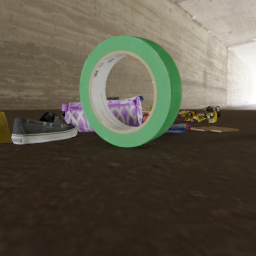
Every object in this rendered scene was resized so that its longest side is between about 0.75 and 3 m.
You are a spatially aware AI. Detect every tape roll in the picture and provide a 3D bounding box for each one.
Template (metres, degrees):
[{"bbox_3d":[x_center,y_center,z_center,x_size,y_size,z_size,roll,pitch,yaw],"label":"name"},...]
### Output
[{"bbox_3d":[-0.016,-0.833,6.590,2.533,2.533,0.609,3,11,33],"label":"tape roll"}]

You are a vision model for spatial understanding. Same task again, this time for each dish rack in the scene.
[{"bbox_3d":[-1.611,-0.907,13.123,1.961,0.697,2.556,6,37,40],"label":"dish rack"}]

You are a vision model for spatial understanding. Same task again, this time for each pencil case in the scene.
[{"bbox_3d":[-0.797,-0.483,9.781,2.737,1.148,1.170,-7,-26,9],"label":"pencil case"}]

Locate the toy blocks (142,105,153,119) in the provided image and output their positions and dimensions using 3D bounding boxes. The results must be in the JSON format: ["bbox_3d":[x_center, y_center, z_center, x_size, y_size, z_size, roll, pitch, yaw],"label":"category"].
[{"bbox_3d":[1.673,-1.002,19.215,1.885,0.942,1.288,0,16,13],"label":"toy blocks"}]

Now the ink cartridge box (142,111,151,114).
[{"bbox_3d":[1.347,-0.803,17.538,2.443,0.586,1.778,0,5,4],"label":"ink cartridge box"}]

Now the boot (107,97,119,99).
[{"bbox_3d":[-0.659,-1.125,16.478,0.643,1.424,1.738,-4,7,-38],"label":"boot"}]

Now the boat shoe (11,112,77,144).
[{"bbox_3d":[-2.298,-0.070,8.028,0.843,0.799,2.412,3,6,29],"label":"boat shoe"}]

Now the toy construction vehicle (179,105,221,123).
[{"bbox_3d":[4.255,-0.672,16.038,2.327,0.820,2.026,1,15,41],"label":"toy construction vehicle"}]

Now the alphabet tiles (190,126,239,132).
[{"bbox_3d":[3.375,0.045,10.969,1.440,0.065,1.722,-2,5,-24],"label":"alphabet tiles"}]

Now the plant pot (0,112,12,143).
[{"bbox_3d":[-3.736,-0.033,7.598,0.919,0.811,0.919,-4,7,-33],"label":"plant pot"}]

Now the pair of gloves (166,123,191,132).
[{"bbox_3d":[0.962,0.071,8.852,2.029,0.288,2.524,-4,-2,12],"label":"pair of gloves"}]

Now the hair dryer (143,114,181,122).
[{"bbox_3d":[1.802,-0.452,15.272,1.992,0.541,1.517,4,-13,-4],"label":"hair dryer"}]
